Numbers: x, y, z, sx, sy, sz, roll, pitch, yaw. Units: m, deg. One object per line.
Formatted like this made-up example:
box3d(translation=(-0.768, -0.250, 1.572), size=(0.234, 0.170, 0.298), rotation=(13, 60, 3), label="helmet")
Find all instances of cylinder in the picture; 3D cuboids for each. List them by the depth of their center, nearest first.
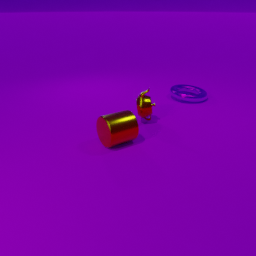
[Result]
box3d(translation=(-0.280, 0.011, 7.331), size=(0.838, 0.838, 0.838), rotation=(-15, 29, -30), label="cylinder")

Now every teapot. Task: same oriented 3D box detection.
box3d(translation=(0.550, -0.712, 8.550), size=(0.574, 1.171, 0.728), rotation=(-6, 37, 6), label="teapot")

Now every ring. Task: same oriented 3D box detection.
box3d(translation=(2.331, -1.354, 10.791), size=(1.468, 0.294, 1.468), rotation=(5, 25, -2), label="ring")
